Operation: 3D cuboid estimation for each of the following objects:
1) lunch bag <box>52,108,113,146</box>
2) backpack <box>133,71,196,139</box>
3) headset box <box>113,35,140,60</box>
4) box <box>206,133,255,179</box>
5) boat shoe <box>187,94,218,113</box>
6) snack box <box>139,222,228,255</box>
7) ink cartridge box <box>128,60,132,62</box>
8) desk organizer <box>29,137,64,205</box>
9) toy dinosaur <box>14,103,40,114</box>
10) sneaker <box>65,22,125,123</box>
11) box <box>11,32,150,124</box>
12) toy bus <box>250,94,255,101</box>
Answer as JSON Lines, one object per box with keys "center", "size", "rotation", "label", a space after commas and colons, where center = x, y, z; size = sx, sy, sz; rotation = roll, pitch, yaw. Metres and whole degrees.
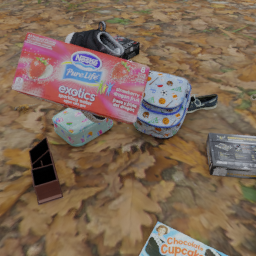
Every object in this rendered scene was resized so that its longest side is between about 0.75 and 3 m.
{"center": [-1.687, -0.292, 10.688], "size": [1.692, 0.813, 2.110], "rotation": [29, 47, 34], "label": "lunch bag"}
{"center": [1.225, -0.852, 10.505], "size": [2.422, 1.866, 2.307], "rotation": [12, 67, 12], "label": "backpack"}
{"center": [-0.514, -4.598, 15.983], "size": [1.941, 0.728, 1.443], "rotation": [28, 47, 30], "label": "headset box"}
{"center": [3.768, 0.925, 9.446], "size": [2.056, 0.497, 1.628], "rotation": [4, 40, 5], "label": "box"}
{"center": [2.885, -1.066, 11.795], "size": [1.927, 0.596, 0.721], "rotation": [-6, 40, -7], "label": "boat shoe"}
{"center": [1.376, 3.237, 6.735], "size": [2.038, 0.378, 1.184], "rotation": [20, 43, 22], "label": "snack box"}
{"center": [-0.193, -2.106, 12.843], "size": [1.496, 0.860, 2.554], "rotation": [-10, 41, -12], "label": "ink cartridge box"}
{"center": [-2.664, 1.262, 8.794], "size": [0.753, 0.808, 2.098], "rotation": [-14, 42, -17], "label": "desk organizer"}
{"center": [-4.281, -0.916, 11.833], "size": [1.102, 0.333, 0.585], "rotation": [-9, 39, -12], "label": "toy dinosaur"}
{"center": [-0.849, -1.605, 8.137], "size": [1.607, 2.823, 1.065], "rotation": [-13, 2, 37], "label": "sneaker"}
{"center": [-1.035, -1.081, 6.707], "size": [2.830, 1.351, 1.411], "rotation": [15, -1, -3], "label": "box"}
{"center": [6.306, -1.259, 11.877], "size": [0.772, 1.409, 1.493], "rotation": [28, 22, -39], "label": "toy bus"}
